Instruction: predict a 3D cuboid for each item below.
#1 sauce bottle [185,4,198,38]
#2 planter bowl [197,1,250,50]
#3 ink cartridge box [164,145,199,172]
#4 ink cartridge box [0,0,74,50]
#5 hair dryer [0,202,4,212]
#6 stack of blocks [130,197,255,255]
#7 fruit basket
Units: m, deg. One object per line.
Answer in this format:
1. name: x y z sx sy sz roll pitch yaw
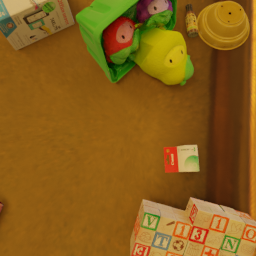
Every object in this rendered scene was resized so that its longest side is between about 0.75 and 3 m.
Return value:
1. sauce bottle: 1.966 -3.371 8.761 0.343 0.343 1.060 -6 75 -1
2. planter bowl: 3.010 -3.312 8.557 1.689 0.703 1.689 0 77 1
3. ink cartridge box: 1.482 0.854 7.784 0.918 0.230 0.739 -1 76 -2
4. ink cartridge box: -2.901 -3.629 8.214 2.040 1.497 1.490 -27 77 -6
5. hair dryer: -4.220 2.391 7.232 2.035 0.553 1.550 -17 76 -5
6. stack of blocks: 1.535 2.550 6.719 2.676 0.784 1.541 16 97 -1
7. fruit basket: 0.542 -2.515 7.711 3.179 2.293 3.179 -4 62 7
